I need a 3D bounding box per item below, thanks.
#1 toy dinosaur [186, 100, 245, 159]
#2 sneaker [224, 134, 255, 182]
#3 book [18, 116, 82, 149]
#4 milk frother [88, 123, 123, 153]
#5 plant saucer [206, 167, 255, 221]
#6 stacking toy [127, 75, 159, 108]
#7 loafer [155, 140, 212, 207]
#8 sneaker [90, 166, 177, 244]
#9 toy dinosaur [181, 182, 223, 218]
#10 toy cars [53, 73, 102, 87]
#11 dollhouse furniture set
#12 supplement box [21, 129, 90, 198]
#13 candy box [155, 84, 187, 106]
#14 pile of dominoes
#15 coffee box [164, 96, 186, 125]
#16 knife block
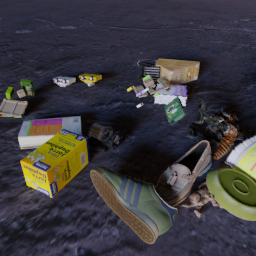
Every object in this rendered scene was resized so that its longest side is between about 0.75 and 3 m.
[{"bbox_3d":[3.243,0.047,9.947,1.979,1.489,2.916,23,16,6],"label":"toy dinosaur"},{"bbox_3d":[4.584,0.731,9.007,2.966,1.159,1.339,-31,60,-15],"label":"sneaker"},{"bbox_3d":[-2.865,0.076,10.582,2.186,0.525,1.460,-5,32,-8],"label":"book"},{"bbox_3d":[-0.918,0.173,9.835,1.079,1.147,1.035,19,42,26],"label":"milk frother"},{"bbox_3d":[3.067,1.710,7.780,1.807,0.281,1.807,16,34,-11],"label":"plant saucer"},{"bbox_3d":[0.459,-1.113,8.639,0.904,0.682,0.212,-30,-1,38],"label":"stacking toy"},{"bbox_3d":[1.659,1.257,8.408,0.995,0.870,2.769,22,39,35],"label":"loafer"},{"bbox_3d":[0.182,1.829,7.619,1.191,0.890,2.654,-24,45,-33],"label":"sneaker"},{"bbox_3d":[2.042,1.894,7.809,1.386,0.595,0.939,-23,27,-6],"label":"toy dinosaur"},{"bbox_3d":[-2.545,-2.367,14.219,2.502,0.554,1.122,-6,24,-3],"label":"toy cars"},{"bbox_3d":[-4.871,-1.123,12.511,1.107,0.855,2.214,8,53,-1],"label":"dollhouse furniture set"},{"bbox_3d":[-2.149,1.013,8.640,1.033,1.039,1.897,17,38,24],"label":"supplement box"},{"bbox_3d":[1.991,-1.549,12.966,1.423,0.509,1.194,6,33,8],"label":"candy box"},{"bbox_3d":[1.012,-2.008,13.218,1.453,0.297,1.865,-21,23,2],"label":"pile of dominoes"},{"bbox_3d":[1.502,-0.566,8.977,0.585,0.209,0.951,-40,27,22],"label":"coffee box"},{"bbox_3d":[2.018,-3.179,15.042,2.858,0.914,2.509,-20,40,-25],"label":"knife block"}]
